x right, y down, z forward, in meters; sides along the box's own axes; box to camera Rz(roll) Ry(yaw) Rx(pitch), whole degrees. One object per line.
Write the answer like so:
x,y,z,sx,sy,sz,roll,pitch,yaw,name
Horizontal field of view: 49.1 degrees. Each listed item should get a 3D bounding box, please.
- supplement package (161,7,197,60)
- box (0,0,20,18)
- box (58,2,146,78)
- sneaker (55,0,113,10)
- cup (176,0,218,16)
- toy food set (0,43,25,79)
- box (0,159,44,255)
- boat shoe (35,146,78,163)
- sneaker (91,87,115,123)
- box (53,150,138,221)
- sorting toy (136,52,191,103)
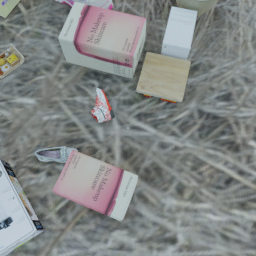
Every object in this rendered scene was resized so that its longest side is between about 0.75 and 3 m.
1.607,-2.938,8.918,0.853,0.856,1.459,13,71,5,supplement package
-4.222,-5.444,8.836,1.295,2.679,2.357,28,73,9,box
-0.722,-2.679,8.616,2.285,1.245,1.461,15,71,5,box
-1.693,-4.600,9.354,2.577,1.137,1.048,27,73,9,sneaker
2.247,-4.427,9.263,1.678,1.200,1.678,0,70,0,cup
-3.945,-2.154,8.927,1.070,0.323,0.768,-42,76,-13,toy food set
-3.302,2.071,7.261,1.270,0.655,2.178,-33,73,-11,box
-2.003,0.733,7.885,1.152,0.369,0.425,0,71,0,boat shoe
-0.878,-0.686,8.383,0.597,0.372,1.114,-23,75,-11,sneaker
-0.791,1.505,7.270,1.845,1.005,1.179,20,72,7,box
1.083,-1.496,8.610,1.385,0.482,1.376,14,71,5,sorting toy
